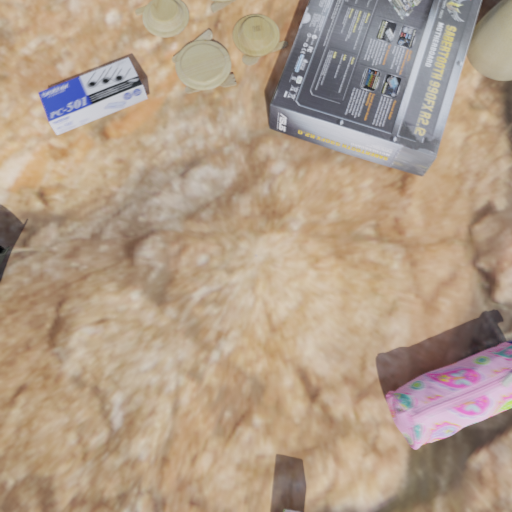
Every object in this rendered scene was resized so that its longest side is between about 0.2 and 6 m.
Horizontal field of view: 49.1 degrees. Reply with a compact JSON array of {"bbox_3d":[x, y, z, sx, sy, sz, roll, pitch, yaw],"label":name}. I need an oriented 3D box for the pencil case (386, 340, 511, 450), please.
[{"bbox_3d":[2.884,1.915,7.795,2.061,0.901,0.901,-21,77,-3],"label":"pencil case"}]

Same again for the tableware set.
[{"bbox_3d":[-0.752,-3.995,9.621,2.077,0.288,2.486,-29,78,-7],"label":"tableware set"}]

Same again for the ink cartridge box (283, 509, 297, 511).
[{"bbox_3d":[0.464,4.060,7.247,0.412,0.717,1.224,10,95,-2],"label":"ink cartridge box"}]

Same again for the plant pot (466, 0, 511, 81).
[{"bbox_3d":[4.190,-3.693,9.026,1.197,1.278,1.197,0,76,1],"label":"plant pot"}]

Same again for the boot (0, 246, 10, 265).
[{"bbox_3d":[-4.621,0.029,8.097,1.895,0.734,1.310,27,99,-12],"label":"boot"}]

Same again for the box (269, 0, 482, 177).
[{"bbox_3d":[1.982,-3.286,9.152,2.671,0.815,3.373,18,77,4],"label":"box"}]

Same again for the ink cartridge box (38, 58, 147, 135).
[{"bbox_3d":[-2.628,-2.579,9.031,1.568,0.347,0.737,-25,61,-7],"label":"ink cartridge box"}]
